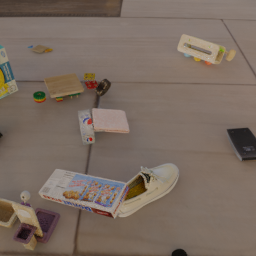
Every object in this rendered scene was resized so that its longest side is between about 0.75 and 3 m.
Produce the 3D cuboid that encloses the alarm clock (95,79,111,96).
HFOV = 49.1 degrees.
[{"bbox_3d":[-1.037,-1.739,12.178,0.382,0.774,1.147,40,13,2],"label":"alarm clock"}]

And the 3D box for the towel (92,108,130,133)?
[{"bbox_3d":[-0.681,-0.282,10.679,1.341,0.226,1.404,3,35,-12],"label":"towel"}]

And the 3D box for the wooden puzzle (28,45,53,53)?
[{"bbox_3d":[-4.863,-4.370,15.517,1.257,0.147,0.848,26,45,25],"label":"wooden puzzle"}]

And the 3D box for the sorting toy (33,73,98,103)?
[{"bbox_3d":[-2.744,-1.792,12.463,2.978,0.504,1.436,-15,45,-20],"label":"sorting toy"}]

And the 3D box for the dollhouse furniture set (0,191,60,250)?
[{"bbox_3d":[-3.406,2.344,7.186,2.486,1.764,1.970,12,45,12],"label":"dollhouse furniture set"}]

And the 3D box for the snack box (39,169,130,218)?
[{"bbox_3d":[-1.336,1.838,8.188,2.718,0.330,0.977,5,44,31],"label":"snack box"}]

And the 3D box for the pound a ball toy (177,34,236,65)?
[{"bbox_3d":[4.068,-3.952,14.606,2.536,1.077,1.653,31,26,28],"label":"pound a ball toy"}]

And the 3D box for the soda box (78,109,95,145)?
[{"bbox_3d":[-1.586,-0.058,10.662,0.467,0.503,1.473,-9,43,-10],"label":"soda box"}]

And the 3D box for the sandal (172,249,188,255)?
[{"bbox_3d":[1.505,3.649,6.843,0.563,0.338,1.500,-14,45,-15],"label":"sandal"}]

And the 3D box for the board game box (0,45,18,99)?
[{"bbox_3d":[-6.166,-1.920,11.445,0.665,2.138,2.832,32,52,30],"label":"board game box"}]

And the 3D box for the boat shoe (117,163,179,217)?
[{"bbox_3d":[0.564,1.604,8.447,2.511,1.070,0.928,-26,49,-22],"label":"boat shoe"}]

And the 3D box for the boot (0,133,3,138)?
[{"bbox_3d":[-5.045,0.527,9.961,1.196,0.602,1.600,-23,48,-23],"label":"boot"}]

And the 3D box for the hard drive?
[{"bbox_3d":[4.196,0.583,10.122,0.972,0.305,1.441,-5,43,-5],"label":"hard drive"}]
